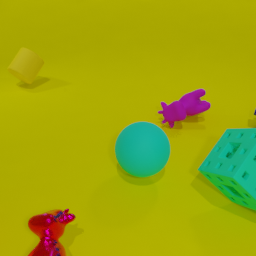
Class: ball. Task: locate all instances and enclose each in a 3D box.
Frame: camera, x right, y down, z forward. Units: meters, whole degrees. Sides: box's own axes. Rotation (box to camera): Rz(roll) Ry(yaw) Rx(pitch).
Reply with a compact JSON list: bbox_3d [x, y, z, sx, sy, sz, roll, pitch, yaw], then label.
[{"bbox_3d":[0.261,0.383,5.053,0.997,0.997,0.997,0,30,0],"label":"ball"}]

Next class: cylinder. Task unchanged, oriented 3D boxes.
[{"bbox_3d":[-3.343,-2.033,9.208,0.862,0.862,0.862,20,74,30],"label":"cylinder"}]

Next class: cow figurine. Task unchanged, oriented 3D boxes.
[{"bbox_3d":[-0.937,1.569,3.478,0.562,1.023,1.007,-16,18,23],"label":"cow figurine"},{"bbox_3d":[1.425,-0.532,7.190,1.280,0.714,1.301,-22,4,11],"label":"cow figurine"}]

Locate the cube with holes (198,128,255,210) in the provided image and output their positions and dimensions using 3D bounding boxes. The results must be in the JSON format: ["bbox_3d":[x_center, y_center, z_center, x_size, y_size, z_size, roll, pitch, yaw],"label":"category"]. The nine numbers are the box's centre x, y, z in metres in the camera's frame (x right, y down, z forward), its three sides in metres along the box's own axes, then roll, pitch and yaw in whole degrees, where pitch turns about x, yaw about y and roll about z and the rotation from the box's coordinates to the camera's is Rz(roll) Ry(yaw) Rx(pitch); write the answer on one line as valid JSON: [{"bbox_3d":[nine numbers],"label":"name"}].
[{"bbox_3d":[1.896,0.639,4.422,0.907,0.907,0.907,-51,13,-12],"label":"cube with holes"}]

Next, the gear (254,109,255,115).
[{"bbox_3d":[3.683,-0.240,6.689,1.225,0.227,1.225,18,6,-2],"label":"gear"}]
